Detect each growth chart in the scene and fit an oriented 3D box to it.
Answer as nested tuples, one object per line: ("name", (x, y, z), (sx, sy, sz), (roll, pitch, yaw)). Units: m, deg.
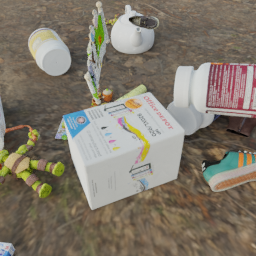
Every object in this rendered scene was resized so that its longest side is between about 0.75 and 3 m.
("growth chart", (-0.889, -2.142, 8.111), (0.220, 1.798, 2.484), (5, 74, 8))

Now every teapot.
("teapot", (0.243, -5.270, 14.842), (2.540, 1.855, 2.507), (25, 48, 26))

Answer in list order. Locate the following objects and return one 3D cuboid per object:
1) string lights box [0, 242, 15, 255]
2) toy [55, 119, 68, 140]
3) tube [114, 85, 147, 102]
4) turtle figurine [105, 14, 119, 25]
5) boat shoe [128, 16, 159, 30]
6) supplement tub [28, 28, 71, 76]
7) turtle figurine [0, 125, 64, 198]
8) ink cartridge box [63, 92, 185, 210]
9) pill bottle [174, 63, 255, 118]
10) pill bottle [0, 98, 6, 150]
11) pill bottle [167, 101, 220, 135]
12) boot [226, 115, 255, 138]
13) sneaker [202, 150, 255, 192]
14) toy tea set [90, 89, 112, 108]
("string lights box", (-3.266, 3.374, 6.681), (0.615, 0.353, 1.196), (5, 43, 5))
("toy", (-2.240, -0.074, 10.431), (0.699, 0.287, 1.214), (3, 43, 2))
("tube", (0.144, -1.303, 11.710), (1.514, 0.393, 0.439), (-36, 15, -26))
("turtle figurine", (-0.972, -6.662, 17.394), (0.998, 0.398, 1.237), (1, 55, 14))
("boat shoe", (0.522, -3.684, 9.747), (1.208, 0.435, 0.392), (27, 32, 35))
("supplement tub", (-3.686, -3.592, 13.239), (1.588, 1.588, 2.185), (-19, 47, -19))
("turtle figurine", (-3.305, 1.279, 8.534), (2.310, 0.922, 2.864), (22, 50, 14))
("ink cartridge box", (-0.144, 0.591, 8.377), (2.873, 2.078, 2.115), (-17, 46, -18))
("pill bottle", (2.754, -1.108, 8.028), (2.680, 1.468, 1.468), (7, 43, 18))
("pill bottle", (-5.161, -0.299, 9.707), (1.604, 1.604, 2.829), (-17, 46, -17))
("pill bottle", (2.795, -0.970, 10.429), (1.605, 1.605, 2.774), (34, 53, 31))
("boot", (4.646, -0.180, 10.472), (1.749, 0.633, 1.455), (17, 58, 16))
("sneaker", (3.589, 1.077, 8.700), (2.680, 0.956, 1.071), (-12, 49, -11))
("toy tea set", (-1.106, -1.142, 11.386), (0.864, 0.537, 1.452), (3, 43, 3))
